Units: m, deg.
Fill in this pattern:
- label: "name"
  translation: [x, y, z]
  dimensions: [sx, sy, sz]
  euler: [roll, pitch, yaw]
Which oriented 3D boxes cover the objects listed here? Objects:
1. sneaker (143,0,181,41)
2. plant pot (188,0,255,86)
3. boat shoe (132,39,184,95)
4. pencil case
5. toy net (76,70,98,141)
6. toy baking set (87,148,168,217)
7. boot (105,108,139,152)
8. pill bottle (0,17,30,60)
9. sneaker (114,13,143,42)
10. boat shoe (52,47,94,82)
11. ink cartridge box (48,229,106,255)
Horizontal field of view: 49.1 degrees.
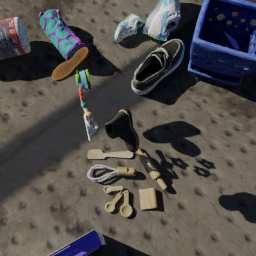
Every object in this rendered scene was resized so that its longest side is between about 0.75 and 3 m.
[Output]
- label: "sneaker"
  translation: [1.686, -4.744, 11.501]
  dimensions: [1.109, 1.051, 2.747]
  euler: [29, 77, 4]
- label: "plant pot"
  translation: [3.488, -3.000, 10.102]
  dimensions: [2.358, 2.120, 2.358]
  euler: [18, 69, 8]
- label: "boat shoe"
  translation: [1.224, -2.458, 10.526]
  dimensions: [1.014, 0.913, 2.868]
  euler: [36, 72, 14]
- label: "pencil case"
  translation: [-2.543, -3.636, 10.956]
  dimensions: [0.965, 1.048, 2.267]
  euler: [-17, 64, -50]
- label: "toy net"
  translation: [-1.145, -0.643, 8.151]
  dimensions: [0.402, 1.092, 2.082]
  euler: [-12, 101, -10]
- label: "toy baking set"
  translation: [-0.106, 1.561, 9.179]
  dimensions: [2.137, 0.324, 2.785]
  euler: [-28, 70, -11]
- label: "boot"
  translation: [-0.190, 0.226, 7.172]
  dimensions: [0.480, 1.239, 0.857]
  euler: [-3, 25, 38]
- label: "pill bottle"
  translation: [-5.069, -3.269, 10.630]
  dimensions: [2.346, 1.359, 1.359]
  euler: [-15, 68, -6]
- label: "sneaker"
  translation: [0.007, -4.017, 11.367]
  dimensions: [0.612, 0.579, 1.514]
  euler: [35, 73, 14]
- label: "boat shoe"
  translation: [-1.649, -1.847, 8.544]
  dimensions: [1.413, 0.497, 0.497]
  euler: [-33, 67, 8]
- label: "ink cartridge box"
  translation: [-1.585, 3.441, 7.495]
  dimensions: [1.976, 1.995, 0.433]
  euler: [-27, 68, -10]
